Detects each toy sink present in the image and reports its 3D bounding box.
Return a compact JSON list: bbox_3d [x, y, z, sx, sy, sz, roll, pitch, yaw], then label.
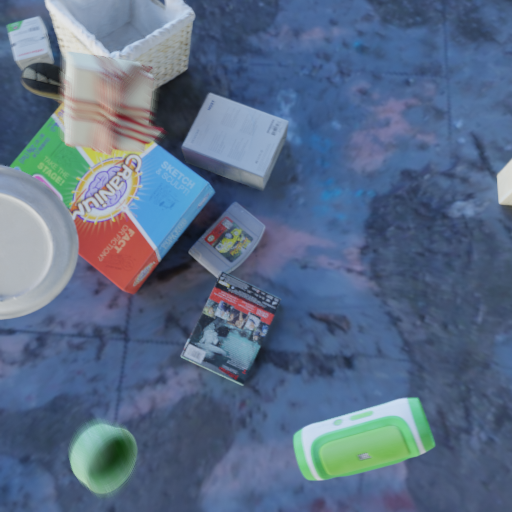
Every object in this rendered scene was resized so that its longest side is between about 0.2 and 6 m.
[{"bbox_3d":[5.324,-1.393,10.579,1.212,0.790,0.679,4,73,2],"label":"toy sink"}]

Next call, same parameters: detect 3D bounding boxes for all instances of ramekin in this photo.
[{"bbox_3d":[-1.551,2.027,5.660,0.307,0.628,0.628,8,70,37],"label":"ramekin"}]

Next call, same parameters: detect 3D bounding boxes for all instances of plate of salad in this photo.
[{"bbox_3d":[-3.976,-0.195,8.500,2.452,0.589,2.452,-5,110,-14],"label":"plate of salad"}]

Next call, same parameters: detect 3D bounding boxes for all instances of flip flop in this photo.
[{"bbox_3d":[-3.782,-3.337,11.332,1.893,0.545,0.768,12,65,-12],"label":"flip flop"}]

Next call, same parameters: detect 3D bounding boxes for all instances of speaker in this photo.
[{"bbox_3d":[1.300,2.246,6.840,1.590,0.703,0.703,-20,74,13],"label":"speaker"}]

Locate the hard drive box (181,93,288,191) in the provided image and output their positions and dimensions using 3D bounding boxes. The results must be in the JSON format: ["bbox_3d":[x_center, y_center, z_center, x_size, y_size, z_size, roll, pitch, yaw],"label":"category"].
[{"bbox_3d":[-0.393,-2.220,10.891,1.694,0.651,1.321,22,75,7],"label":"hard drive box"}]

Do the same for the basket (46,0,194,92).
[{"bbox_3d":[-2.572,-4.250,10.833,1.994,1.618,2.012,44,66,12],"label":"basket"}]

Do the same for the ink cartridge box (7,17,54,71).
[{"bbox_3d":[-4.702,-4.409,11.681,0.690,0.397,0.946,-16,74,-5],"label":"ink cartridge box"}]

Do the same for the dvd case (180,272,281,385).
[{"bbox_3d":[-0.437,1.276,9.989,1.230,0.185,1.685,25,75,-2],"label":"dvd case"}]

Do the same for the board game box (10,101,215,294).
[{"bbox_3d":[-2.786,-1.245,10.397,3.234,0.652,2.475,37,86,10],"label":"board game box"}]

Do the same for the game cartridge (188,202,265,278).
[{"bbox_3d":[-0.498,-0.271,10.531,0.896,0.275,1.346,40,78,7],"label":"game cartridge"}]

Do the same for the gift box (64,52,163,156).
[{"bbox_3d":[-2.101,-2.285,8.221,1.385,1.278,1.293,-3,31,-19],"label":"gift box"}]
